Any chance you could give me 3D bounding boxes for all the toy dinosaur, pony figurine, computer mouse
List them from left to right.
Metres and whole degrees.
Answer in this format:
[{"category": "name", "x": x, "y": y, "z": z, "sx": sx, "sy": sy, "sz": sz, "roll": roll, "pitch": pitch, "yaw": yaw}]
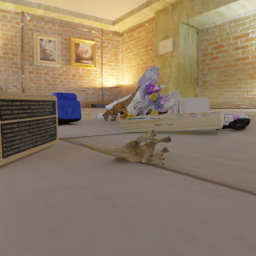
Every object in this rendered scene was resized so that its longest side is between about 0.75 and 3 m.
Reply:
[{"category": "toy dinosaur", "x": -0.224, "y": -0.828, "z": 10.902, "sx": 2.109, "sy": 1.120, "sz": 0.637, "roll": -34, "pitch": -31, "yaw": 20}, {"category": "toy dinosaur", "x": 0.091, "y": 0.363, "z": 4.243, "sx": 0.880, "sy": 0.507, "sz": 1.741, "roll": -16, "pitch": -13, "yaw": 39}, {"category": "pony figurine", "x": 0.872, "y": -1.086, "z": 11.197, "sx": 2.235, "sy": 1.928, "sz": 2.316, "roll": -41, "pitch": 11, "yaw": 13}, {"category": "computer mouse", "x": 3.409, "y": -0.069, "z": 9.205, "sx": 0.957, "sy": 0.314, "sz": 1.363, "roll": 4, "pitch": 15, "yaw": 38}]

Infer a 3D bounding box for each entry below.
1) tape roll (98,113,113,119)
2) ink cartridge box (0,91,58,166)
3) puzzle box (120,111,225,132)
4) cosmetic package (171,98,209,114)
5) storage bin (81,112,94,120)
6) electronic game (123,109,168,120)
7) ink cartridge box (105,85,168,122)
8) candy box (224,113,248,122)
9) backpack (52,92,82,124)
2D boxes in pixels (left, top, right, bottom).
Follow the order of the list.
[{"category": "tape roll", "x": -1.016, "y": -0.688, "z": 15.924, "sx": 1.428, "sy": 0.261, "sz": 1.428, "roll": -1, "pitch": 5, "yaw": 0}, {"category": "ink cartridge box", "x": -3.054, "y": -0.106, "z": 4.942, "sx": 2.965, "sy": 1.114, "sz": 2.443, "roll": 1, "pitch": 4, "yaw": 5}, {"category": "puzzle box", "x": 1.452, "y": -0.215, "z": 8.742, "sx": 2.934, "sy": 0.373, "sz": 1.952, "roll": -2, "pitch": 6, "yaw": 21}, {"category": "cosmetic package", "x": 3.345, "y": -1.074, "z": 15.331, "sx": 1.875, "sy": 1.153, "sz": 1.869, "roll": 2, "pitch": 6, "yaw": 5}, {"category": "storage bin", "x": -2.313, "y": -0.624, "z": 14.590, "sx": 0.816, "sy": 0.382, "sz": 0.810, "roll": -5, "pitch": 8, "yaw": -39}, {"category": "electronic game", "x": 0.855, "y": -0.716, "z": 14.682, "sx": 2.481, "sy": 0.516, "sz": 2.481, "roll": -9, "pitch": 5, "yaw": 1}, {"category": "ink cartridge box", "x": 0.418, "y": -1.308, "z": 14.088, "sx": 2.916, "sy": 0.731, "sz": 2.365, "roll": -23, "pitch": 13, "yaw": -9}, {"category": "candy box", "x": 5.013, "y": -0.495, "z": 13.210, "sx": 1.044, "sy": 0.374, "sz": 0.876, "roll": 0, "pitch": 5, "yaw": 11}, {"category": "backpack", "x": -2.812, "y": -0.770, "z": 11.311, "sx": 1.542, "sy": 1.294, "sz": 1.253, "roll": -5, "pitch": -7, "yaw": -26}]
